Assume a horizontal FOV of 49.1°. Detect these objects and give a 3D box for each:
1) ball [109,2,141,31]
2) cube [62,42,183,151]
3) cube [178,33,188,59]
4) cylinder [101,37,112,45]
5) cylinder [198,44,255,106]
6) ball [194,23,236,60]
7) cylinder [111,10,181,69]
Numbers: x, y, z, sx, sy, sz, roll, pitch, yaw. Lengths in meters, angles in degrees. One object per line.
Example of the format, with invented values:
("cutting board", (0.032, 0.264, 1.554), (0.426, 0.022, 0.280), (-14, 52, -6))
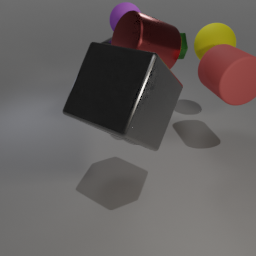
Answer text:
("ball", (-0.088, -4.589, 11.933), (1.400, 1.400, 1.400), (0, 31, 0))
("cube", (-0.046, -0.544, 5.157), (1.400, 1.400, 1.400), (20, -4, 31))
("cube", (1.778, -3.044, 10.466), (0.700, 0.700, 0.700), (-3, 72, -3))
("cylinder", (-0.661, -3.041, 11.837), (1.400, 1.400, 1.400), (9, 30, 14))
("cylinder", (2.944, -1.556, 8.069), (1.400, 1.400, 1.400), (-7, 31, -11))
("ball", (3.008, -2.904, 9.726), (1.400, 1.400, 1.400), (0, 31, 0))
("cylinder", (0.480, -2.281, 7.632), (1.400, 1.400, 1.400), (5, 24, -35))
